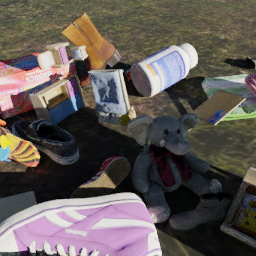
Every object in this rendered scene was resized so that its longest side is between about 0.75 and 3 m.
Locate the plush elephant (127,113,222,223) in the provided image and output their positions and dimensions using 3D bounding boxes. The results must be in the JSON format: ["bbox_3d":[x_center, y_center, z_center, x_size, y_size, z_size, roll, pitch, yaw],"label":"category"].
[{"bbox_3d":[0.915,0.536,6.242,1.883,1.770,2.287,-12,37,-17],"label":"plush elephant"}]

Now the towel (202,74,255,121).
[{"bbox_3d":[3.735,-1.148,9.679,1.879,0.387,2.519,-7,35,5],"label":"towel"}]

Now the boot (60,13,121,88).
[{"bbox_3d":[-1.390,-2.353,8.831,1.725,1.832,0.627,-37,33,16],"label":"boot"}]

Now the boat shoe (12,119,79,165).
[{"bbox_3d":[-2.332,0.146,7.634,2.437,0.826,0.874,25,42,32],"label":"boat shoe"}]

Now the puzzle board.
[{"bbox_3d":[2.832,-0.662,8.843,1.376,0.120,1.037,-38,38,-13],"label":"puzzle board"}]

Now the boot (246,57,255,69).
[{"bbox_3d":[5.785,-2.908,12.456,0.768,0.373,1.020,-1,29,-1],"label":"boot"}]

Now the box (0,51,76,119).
[{"bbox_3d":[-3.284,-1.600,9.633,2.822,1.448,1.336,-25,42,-33],"label":"box"}]

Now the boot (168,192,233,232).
[{"bbox_3d":[1.414,1.601,5.562,1.232,0.804,0.417,-7,35,-10],"label":"boot"}]

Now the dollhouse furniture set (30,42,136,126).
[{"bbox_3d":[-1.269,-1.054,7.958,2.579,2.435,1.683,8,34,31],"label":"dollhouse furniture set"}]

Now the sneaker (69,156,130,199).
[{"bbox_3d":[-0.626,1.222,6.225,1.621,0.577,0.912,-39,3,-2],"label":"sneaker"}]

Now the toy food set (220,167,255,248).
[{"bbox_3d":[2.852,1.661,5.665,1.388,0.585,1.935,21,40,27],"label":"toy food set"}]

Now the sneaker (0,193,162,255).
[{"bbox_3d":[-0.842,2.080,4.692,2.903,1.052,1.655,-10,39,-14],"label":"sneaker"}]

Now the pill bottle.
[{"bbox_3d":[1.375,-2.194,10.245,2.358,1.322,1.322,-31,44,-21],"label":"pill bottle"}]

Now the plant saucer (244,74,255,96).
[{"bbox_3d":[4.610,-1.210,9.075,1.743,0.442,1.743,22,36,-17],"label":"plant saucer"}]

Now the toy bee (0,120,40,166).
[{"bbox_3d":[-3.104,0.328,7.035,1.876,1.020,1.228,13,-8,-18],"label":"toy bee"}]

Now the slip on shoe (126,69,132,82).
[{"bbox_3d":[0.696,-2.044,11.147,1.588,0.588,0.486,-3,69,-15],"label":"slip on shoe"}]

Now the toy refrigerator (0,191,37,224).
[{"bbox_3d":[-2.674,1.885,5.271,1.899,0.664,0.721,-11,41,-19],"label":"toy refrigerator"}]
